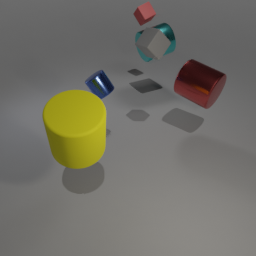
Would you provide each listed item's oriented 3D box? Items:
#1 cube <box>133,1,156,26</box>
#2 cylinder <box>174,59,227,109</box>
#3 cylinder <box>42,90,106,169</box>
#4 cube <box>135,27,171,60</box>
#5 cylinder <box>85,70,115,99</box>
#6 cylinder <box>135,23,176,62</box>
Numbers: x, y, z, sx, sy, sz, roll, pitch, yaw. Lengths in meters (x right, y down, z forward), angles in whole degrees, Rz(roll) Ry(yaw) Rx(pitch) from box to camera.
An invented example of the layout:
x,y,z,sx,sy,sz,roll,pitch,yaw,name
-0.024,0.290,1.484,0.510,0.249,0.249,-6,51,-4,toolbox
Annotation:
x,y,z,sx,sy,sz,roll,pitch,yaw,name
0.809,-5.562,13.645,0.700,0.700,0.700,-34,5,-17,cube
2.640,-1.618,10.303,1.400,1.400,1.400,33,44,25,cylinder
-1.236,0.047,6.745,1.400,1.400,1.400,3,52,-3,cylinder
0.808,-2.724,9.045,0.700,0.700,0.700,-56,42,0,cube
-0.902,-1.378,8.945,0.700,0.700,0.700,-29,23,14,cylinder
1.251,-3.932,12.887,1.400,1.400,1.400,-24,38,-13,cylinder
